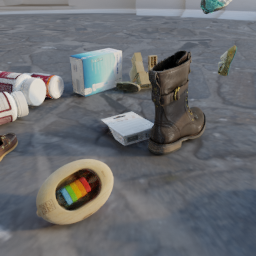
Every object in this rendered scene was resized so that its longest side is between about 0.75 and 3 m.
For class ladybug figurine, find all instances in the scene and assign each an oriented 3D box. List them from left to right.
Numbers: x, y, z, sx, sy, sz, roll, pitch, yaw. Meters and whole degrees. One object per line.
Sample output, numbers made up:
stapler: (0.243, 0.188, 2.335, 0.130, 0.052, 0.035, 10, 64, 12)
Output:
ladybug figurine: (-1.042, 1.235, 5.475, 1.582, 1.073, 0.569, -26, -4, -22)

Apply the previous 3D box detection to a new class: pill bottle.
pill bottle: (-4.118, -0.574, 8.762, 1.716, 0.980, 0.980, -20, 34, -32)
pill bottle: (-4.111, -1.426, 10.189, 2.015, 1.150, 1.150, 10, 30, 18)
pill bottle: (-3.409, -1.697, 10.980, 1.611, 0.883, 0.883, 11, 30, 21)

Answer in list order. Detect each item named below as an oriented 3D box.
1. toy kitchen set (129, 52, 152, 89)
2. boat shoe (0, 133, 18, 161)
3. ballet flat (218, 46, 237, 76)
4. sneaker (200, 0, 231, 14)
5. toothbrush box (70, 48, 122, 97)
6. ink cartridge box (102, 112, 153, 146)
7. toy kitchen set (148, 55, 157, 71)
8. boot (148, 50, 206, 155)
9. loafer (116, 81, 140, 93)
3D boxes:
toy kitchen set: (0.823, -2.362, 12.076, 1.275, 1.414, 1.153, -9, -12, -16)
boat shoe: (-3.361, 0.456, 7.333, 0.517, 0.517, 1.470, 0, 27, 5)
ballet flat: (3.216, -2.189, 9.219, 0.452, 1.278, 0.452, -2, 60, 4)
sneaker: (2.622, -3.877, 8.575, 0.851, 1.001, 2.194, 30, 47, 1)
toothbrush box: (-1.248, -2.332, 11.502, 2.066, 1.513, 0.881, -25, 37, -38)
ink cartridge box: (0.032, -0.015, 8.463, 1.191, 0.418, 1.465, -16, 23, -27)
toy kitchen set: (1.084, -2.828, 13.061, 0.832, 0.920, 1.019, -9, 25, -14)
boot: (1.463, -0.825, 7.591, 0.998, 2.510, 2.883, 19, 33, 31)
loafer: (0.046, -1.752, 11.575, 1.117, 0.422, 0.381, 16, 38, 28)
